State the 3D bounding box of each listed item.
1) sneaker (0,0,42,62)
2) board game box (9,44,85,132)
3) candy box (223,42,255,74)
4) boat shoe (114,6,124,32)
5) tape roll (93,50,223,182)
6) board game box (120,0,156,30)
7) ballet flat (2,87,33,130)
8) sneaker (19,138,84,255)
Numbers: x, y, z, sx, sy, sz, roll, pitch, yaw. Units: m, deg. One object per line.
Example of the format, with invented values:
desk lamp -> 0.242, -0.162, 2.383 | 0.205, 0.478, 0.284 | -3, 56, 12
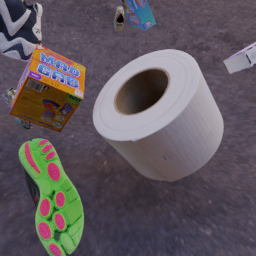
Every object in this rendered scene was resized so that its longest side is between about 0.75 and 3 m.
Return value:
sneaker -> -3.165, -2.738, 6.576 | 2.592, 1.687, 1.035 | 22, 17, 9
board game box -> -1.674, -0.813, 5.927 | 1.126, 1.125, 1.125 | 22, 39, -27
candy box -> 2.385, -1.406, 5.226 | 0.895, 0.751, 0.320 | -30, 95, -7
boat shoe -> -0.269, -3.225, 8.495 | 0.317, 0.849, 0.290 | -5, 58, -5
tape roll -> 0.631, -0.270, 5.826 | 2.296, 1.576, 2.296 | -21, 44, 22
board game box -> 0.044, -2.943, 6.210 | 0.320, 1.422, 1.081 | -30, 30, -2
ballet flat -> -2.555, -0.529, 6.582 | 0.483, 0.483, 1.344 | -31, 58, -22
sneaker -> -1.492, 1.342, 5.601 | 0.920, 1.004, 2.397 | -15, 63, -16
